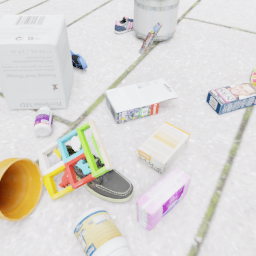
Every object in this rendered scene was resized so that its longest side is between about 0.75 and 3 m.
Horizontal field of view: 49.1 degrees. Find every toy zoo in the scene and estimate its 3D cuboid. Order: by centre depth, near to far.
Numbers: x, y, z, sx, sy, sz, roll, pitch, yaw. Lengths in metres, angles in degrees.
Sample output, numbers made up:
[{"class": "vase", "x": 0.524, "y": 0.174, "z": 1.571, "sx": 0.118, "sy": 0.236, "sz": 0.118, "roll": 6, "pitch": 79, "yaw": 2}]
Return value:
[{"class": "toy zoo", "x": -1.788, "y": 1.048, "z": 8.448, "sx": 2.502, "sy": 0.256, "sz": 1.641, "roll": -31, "pitch": 67, "yaw": 14}]

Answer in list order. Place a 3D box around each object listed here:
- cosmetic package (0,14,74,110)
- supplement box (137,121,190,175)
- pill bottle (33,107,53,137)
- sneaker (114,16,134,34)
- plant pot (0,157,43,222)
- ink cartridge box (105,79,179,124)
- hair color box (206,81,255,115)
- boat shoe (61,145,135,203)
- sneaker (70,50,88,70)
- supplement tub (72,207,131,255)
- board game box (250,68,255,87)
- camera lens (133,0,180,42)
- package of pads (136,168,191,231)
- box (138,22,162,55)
[{"class": "cosmetic package", "x": -3.638, "y": -2.598, "z": 11.123, "sx": 2.453, "sy": 2.931, "sz": 2.438, "roll": -1, "pitch": 45, "yaw": -1}, {"class": "supplement box", "x": 1.225, "y": 0.643, "z": 9.532, "sx": 1.062, "sy": 0.619, "sz": 1.685, "roll": 30, "pitch": 52, "yaw": 27}, {"class": "pill bottle", "x": -3.128, "y": -0.258, "z": 10.422, "sx": 0.642, "sy": 0.642, "sz": 1.142, "roll": -4, "pitch": 45, "yaw": -4}, {"class": "sneaker", "x": 0.048, "y": -6.073, "z": 16.107, "sx": 1.960, "sy": 0.804, "sz": 0.687, "roll": -35, "pitch": 54, "yaw": -29}, {"class": "plant pot", "x": -3.602, "y": 1.646, "z": 7.957, "sx": 1.563, "sy": 1.708, "sz": 1.708, "roll": 2, "pitch": 43, "yaw": 24}, {"class": "ink cartridge box", "x": 0.544, "y": -1.131, "z": 11.291, "sx": 2.650, "sy": 0.667, "sz": 1.444, "roll": -14, "pitch": 47, "yaw": -15}, {"class": "hair color box", "x": 4.326, "y": -1.251, "z": 11.449, "sx": 1.958, "sy": 0.592, "sz": 0.979, "roll": -15, "pitch": 47, "yaw": -15}, {"class": "boat shoe", "x": -1.044, "y": 1.352, "z": 8.625, "sx": 2.718, "sy": 0.893, "sz": 0.971, "roll": 25, "pitch": 52, "yaw": 24}, {"class": "sneaker", "x": -2.786, "y": -3.235, "z": 13.421, "sx": 0.808, "sy": 0.727, "sz": 2.073, "roll": -39, "pitch": 54, "yaw": -20}, {"class": "supplement tub", "x": -0.671, "y": 2.835, "z": 7.074, "sx": 1.015, "sy": 1.015, "sz": 1.403, "roll": -25, "pitch": 50, "yaw": -23}, {"class": "board game box", "x": 6.699, "y": -1.965, "z": 12.376, "sx": 2.432, "sy": 0.365, "sz": 1.162, "roll": 18, "pitch": 49, "yaw": 14}, {"class": "camera lens", "x": 1.475, "y": -6.284, "z": 14.782, "sx": 2.369, "sy": 2.962, "sz": 2.369, "roll": 0, "pitch": 45, "yaw": 0}, {"class": "package of pads", "x": 0.978, "y": 1.983, "z": 7.905, "sx": 1.717, "sy": 1.035, "sz": 0.650, "roll": -34, "pitch": 55, "yaw": -29}, {"class": "box", "x": 0.841, "y": -3.390, "z": 10.672, "sx": 0.223, "sy": 1.117, "sz": 0.765, "roll": 37, "pitch": 57, "yaw": 1}]
